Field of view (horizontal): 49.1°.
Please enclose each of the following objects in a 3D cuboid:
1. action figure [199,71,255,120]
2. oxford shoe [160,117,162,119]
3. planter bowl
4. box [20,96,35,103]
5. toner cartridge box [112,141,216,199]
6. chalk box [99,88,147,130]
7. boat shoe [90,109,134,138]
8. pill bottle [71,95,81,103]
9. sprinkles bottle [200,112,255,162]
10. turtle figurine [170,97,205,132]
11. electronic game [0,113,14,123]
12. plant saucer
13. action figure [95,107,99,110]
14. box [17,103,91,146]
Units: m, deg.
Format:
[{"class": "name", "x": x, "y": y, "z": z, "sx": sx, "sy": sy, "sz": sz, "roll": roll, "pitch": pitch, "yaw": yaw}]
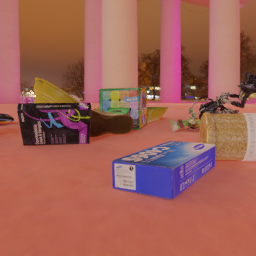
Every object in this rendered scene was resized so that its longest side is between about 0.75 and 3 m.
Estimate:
[{"class": "action figure", "x": 3.731, "y": -0.675, "z": 10.629, "sx": 2.948, "sy": 1.504, "sz": 1.752, "roll": -42, "pitch": 12, "yaw": 37}, {"class": "oxford shoe", "x": 1.701, "y": -0.794, "z": 15.895, "sx": 0.475, "sy": 0.486, "sz": 1.334, "roll": -1, "pitch": 7, "yaw": -7}, {"class": "planter bowl", "x": -2.483, "y": -0.581, "z": 9.819, "sx": 2.484, "sy": 1.035, "sz": 2.484, "roll": 30, "pitch": -13, "yaw": 8}, {"class": "box", "x": -5.002, "y": -1.035, "z": 14.711, "sx": 1.402, "sy": 1.233, "sz": 0.678, "roll": 7, "pitch": 9, "yaw": 42}, {"class": "toner cartridge box", "x": 0.669, "y": 0.560, "z": 4.420, "sx": 0.922, "sy": 0.419, "sz": 1.941, "roll": 4, "pitch": 8, "yaw": 31}, {"class": "chalk box", "x": -0.192, "y": -0.791, "z": 11.014, "sx": 1.600, "sy": 1.592, "sz": 2.572, "roll": 1, "pitch": 6, "yaw": 11}, {"class": "boat shoe", "x": -1.014, "y": -0.184, "z": 8.940, "sx": 2.409, "sy": 0.869, "sz": 0.783, "roll": 1, "pitch": 8, "yaw": -31}, {"class": "pill bottle", "x": -3.783, "y": -1.111, "z": 15.071, "sx": 2.343, "sy": 1.339, "sz": 1.339, "roll": 4, "pitch": 7, "yaw": 33}, {"class": "sprinkles bottle", "x": 2.871, "y": 0.188, "z": 5.340, "sx": 2.855, "sy": 0.974, "sz": 0.974, "roll": 0, "pitch": 7, "yaw": 7}, {"class": "turtle figurine", "x": 2.106, "y": -0.421, "z": 9.915, "sx": 1.280, "sy": 0.950, "sz": 1.320, "roll": -17, "pitch": -41, "yaw": 12}, {"class": "electronic game", "x": -6.056, "y": -0.396, "z": 12.316, "sx": 1.949, "sy": 0.406, "sz": 1.949, "roll": 0, "pitch": -4, "yaw": 0}, {"class": "plant saucer", "x": 0.276, "y": -0.687, "z": 14.066, "sx": 2.895, "sy": 0.694, "sz": 2.899, "roll": 3, "pitch": 7, "yaw": 22}, {"class": "action figure", "x": -1.852, "y": -0.908, "z": 16.533, "sx": 2.627, "sy": 0.679, "sz": 0.859, "roll": 0, "pitch": 8, "yaw": 23}, {"class": "box", "x": -1.786, "y": -0.074, "z": 6.950, "sx": 1.699, "sy": 1.215, "sz": 0.307, "roll": -1, "pitch": 44, "yaw": -11}]
